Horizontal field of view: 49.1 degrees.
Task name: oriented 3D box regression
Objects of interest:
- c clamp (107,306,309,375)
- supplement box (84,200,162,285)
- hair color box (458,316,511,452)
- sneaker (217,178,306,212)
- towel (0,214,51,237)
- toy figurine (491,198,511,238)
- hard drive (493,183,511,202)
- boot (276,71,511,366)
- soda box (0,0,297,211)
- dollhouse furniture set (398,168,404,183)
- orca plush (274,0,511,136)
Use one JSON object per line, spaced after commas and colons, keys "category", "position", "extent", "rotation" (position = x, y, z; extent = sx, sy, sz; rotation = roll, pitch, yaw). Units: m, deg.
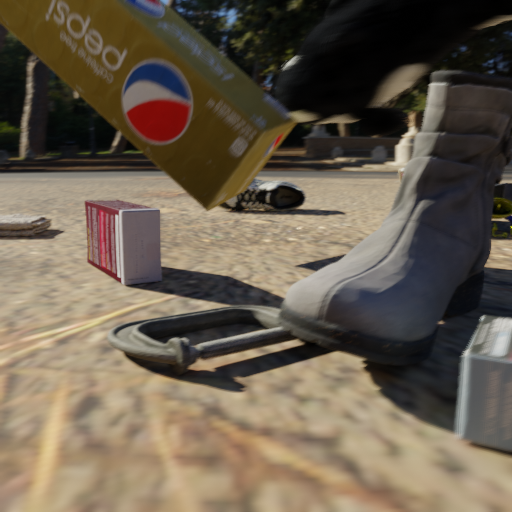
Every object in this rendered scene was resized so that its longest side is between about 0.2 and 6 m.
{"category": "c clamp", "position": [-0.156, 0.604, 4.440], "extent": [1.865, 0.253, 1.593], "rotation": [-5, 12, -29]}
{"category": "supplement box", "position": [-1.738, -0.225, 7.172], "extent": [0.502, 0.897, 1.648], "rotation": [-6, 13, -31]}
{"category": "hair color box", "position": [2.011, 0.750, 2.888], "extent": [1.711, 0.519, 0.847], "rotation": [6, 12, 27]}
{"category": "sneaker", "position": [0.104, -1.644, 14.774], "extent": [2.538, 0.960, 1.112], "rotation": [-3, 11, -13]}
{"category": "towel", "position": [-5.033, -0.592, 10.755], "extent": [1.915, 0.330, 1.269], "rotation": [-1, 10, -5]}
{"category": "toy figurine", "position": [5.065, -0.595, 10.595], "extent": [1.716, 0.905, 1.028], "rotation": [-6, -20, 4]}
{"category": "hard drive", "position": [4.623, -1.118, 11.825], "extent": [1.723, 0.541, 2.555], "rotation": [-11, -1, 30]}
{"category": "boot", "position": [1.347, -0.491, 4.610], "extent": [1.138, 2.148, 3.262], "rotation": [19, 18, 27]}
{"category": "soda box", "position": [-1.750, -2.942, 8.709], "extent": [4.712, 1.596, 1.508], "rotation": [43, 30, 5]}
{"category": "dollhouse furniture set", "position": [3.541, -1.237, 10.676], "extent": [1.705, 1.210, 1.351], "rotation": [16, 47, 37]}
{"category": "orca plush", "position": [1.753, -2.822, 7.871], "extent": [4.333, 2.280, 1.540], "rotation": [5, 17, 39]}
